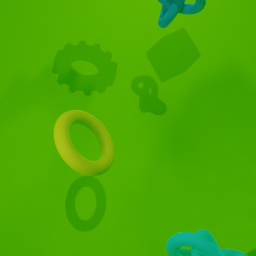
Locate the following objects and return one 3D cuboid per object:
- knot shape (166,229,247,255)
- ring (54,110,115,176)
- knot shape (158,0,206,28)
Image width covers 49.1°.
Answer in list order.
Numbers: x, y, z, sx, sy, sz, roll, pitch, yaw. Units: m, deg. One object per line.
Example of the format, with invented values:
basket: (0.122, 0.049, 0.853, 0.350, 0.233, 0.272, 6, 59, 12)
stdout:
knot shape: (1.410, 2.178, 4.595, 1.374, 1.285, 0.635, 26, 85, -32)
ring: (-0.824, 0.274, 5.511, 0.283, 1.416, 1.416, -34, 80, 32)
knot shape: (1.083, -2.848, 5.989, 0.642, 1.300, 1.389, -19, 121, -35)
